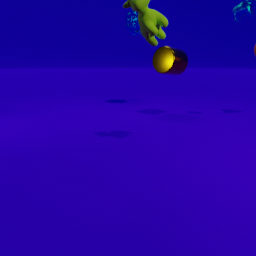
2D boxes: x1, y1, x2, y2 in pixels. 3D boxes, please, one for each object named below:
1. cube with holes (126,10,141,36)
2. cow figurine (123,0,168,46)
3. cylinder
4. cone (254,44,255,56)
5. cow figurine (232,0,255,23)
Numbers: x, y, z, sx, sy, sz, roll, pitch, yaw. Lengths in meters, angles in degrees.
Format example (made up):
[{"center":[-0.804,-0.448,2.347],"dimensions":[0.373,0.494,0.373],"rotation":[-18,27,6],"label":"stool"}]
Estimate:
[{"center":[0.431,-4.642,12.305],"dimensions":[0.776,0.776,0.776],"rotation":[-2,-11,25],"label":"cube with holes"},{"center":[0.381,-2.453,6.190],"dimensions":[0.592,1.061,1.079],"rotation":[-42,-12,-6],"label":"cow figurine"},{"center":[1.565,-2.475,10.371],"dimensions":[0.978,0.978,0.978],"rotation":[12,12,40],"label":"cylinder"},{"center":[4.918,-2.830,10.033],"dimensions":[0.968,0.968,0.971],"rotation":[10,19,35],"label":"cone"},{"center":[3.760,-3.975,9.008],"dimensions":[0.907,0.893,0.498],"rotation":[-9,28,41],"label":"cow figurine"}]
